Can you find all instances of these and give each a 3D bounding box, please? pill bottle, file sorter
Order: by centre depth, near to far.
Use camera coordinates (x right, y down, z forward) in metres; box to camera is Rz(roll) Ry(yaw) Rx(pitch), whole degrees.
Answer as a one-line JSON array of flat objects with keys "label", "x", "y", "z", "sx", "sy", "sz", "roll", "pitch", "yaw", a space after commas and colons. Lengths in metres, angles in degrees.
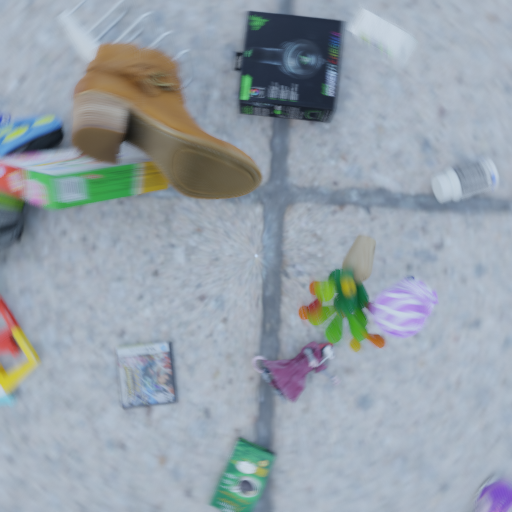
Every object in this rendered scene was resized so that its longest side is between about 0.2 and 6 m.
[{"label": "file sorter", "x": -2.117, "y": -3.506, "z": 9.579, "sx": 1.888, "sy": 1.310, "sz": 1.176, "roll": 45, "pitch": 85, "yaw": 2}, {"label": "pill bottle", "x": 3.642, "y": -1.310, "z": 9.820, "sx": 0.988, "sy": 0.562, "sz": 0.562, "roll": -16, "pitch": 87, "yaw": -1}]

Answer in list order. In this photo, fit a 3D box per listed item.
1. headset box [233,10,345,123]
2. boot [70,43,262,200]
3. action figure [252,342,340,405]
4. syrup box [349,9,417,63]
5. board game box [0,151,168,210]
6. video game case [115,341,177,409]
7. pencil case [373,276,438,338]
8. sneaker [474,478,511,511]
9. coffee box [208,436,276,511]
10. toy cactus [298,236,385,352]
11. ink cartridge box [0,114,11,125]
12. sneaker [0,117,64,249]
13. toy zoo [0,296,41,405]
[{"label": "headset box", "x": 0.520, "y": -3.283, "z": 9.778, "sx": 1.822, "sy": 0.845, "sz": 1.586, "roll": 7, "pitch": 87, "yaw": 0}, {"label": "boot", "x": -1.197, "y": -1.952, "z": 7.940, "sx": 2.690, "sy": 1.032, "sz": 2.088, "roll": 10, "pitch": 49, "yaw": -15}, {"label": "action figure", "x": 0.812, "y": 1.888, "z": 9.723, "sx": 1.381, "sy": 1.029, "sz": 0.925, "roll": -38, "pitch": 130, "yaw": -15}, {"label": "syrup box", "x": 1.751, "y": -3.053, "z": 7.761, "sx": 0.875, "sy": 0.345, "sz": 0.356, "roll": 45, "pitch": 117, "yaw": 32}, {"label": "board game box", "x": -2.713, "y": -1.251, "z": 8.557, "sx": 1.784, "sy": 2.332, "sz": 0.470, "roll": -16, "pitch": 112, "yaw": -37}, {"label": "video game case", "x": -1.930, "y": 2.097, "z": 9.862, "sx": 0.978, "sy": 0.138, "sz": 1.083, "roll": -6, "pitch": 87, "yaw": -1}, {"label": "pencil case", "x": 2.111, "y": 0.710, "z": 7.816, "sx": 0.713, "sy": 1.668, "sz": 0.700, "roll": -2, "pitch": 93, "yaw": 23}, {"label": "sneaker", "x": 3.956, "y": 4.539, "z": 9.476, "sx": 0.614, "sy": 0.675, "sz": 1.526, "roll": 31, "pitch": 86, "yaw": 3}, {"label": "coffee box", "x": -0.242, "y": 3.863, "z": 9.705, "sx": 0.765, "sy": 0.274, "sz": 1.245, "roll": 23, "pitch": 87, "yaw": 1}, {"label": "toy cactus", "x": 1.452, "y": 0.517, "z": 8.371, "sx": 1.028, "sy": 2.011, "sz": 1.660, "roll": 12, "pitch": 78, "yaw": 41}, {"label": "ink cartridge box", "x": -4.853, "y": -1.965, "z": 10.005, "sx": 0.614, "sy": 0.241, "sz": 1.297, "roll": 12, "pitch": 85, "yaw": -6}, {"label": "sneaker", "x": -4.483, "y": -0.953, "z": 9.546, "sx": 1.245, "sy": 1.456, "sz": 3.513, "roll": 20, "pitch": 72, "yaw": 44}, {"label": "toy zoo", "x": -4.846, "y": 1.605, "z": 9.837, "sx": 1.502, "sy": 0.234, "sz": 2.289, "roll": -33, "pitch": 88, "yaw": -2}]
